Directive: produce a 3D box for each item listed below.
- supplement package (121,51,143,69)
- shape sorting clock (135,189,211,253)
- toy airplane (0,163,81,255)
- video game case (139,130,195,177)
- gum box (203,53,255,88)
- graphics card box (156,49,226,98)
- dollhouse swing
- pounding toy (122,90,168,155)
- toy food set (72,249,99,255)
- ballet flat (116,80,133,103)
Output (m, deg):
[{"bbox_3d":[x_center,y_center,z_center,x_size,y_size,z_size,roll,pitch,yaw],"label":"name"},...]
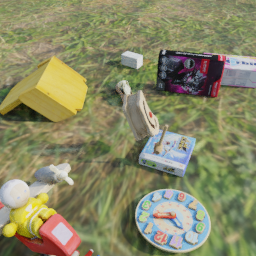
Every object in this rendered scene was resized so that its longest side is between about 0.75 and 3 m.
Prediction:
[{"bbox_3d":[0.210,-3.489,14.342,0.965,0.566,0.564,23,44,27],"label":"supplement package"},{"bbox_3d":[1.142,2.284,7.180,1.911,0.375,1.911,0,38,0],"label":"shape sorting clock"},{"bbox_3d":[-2.554,1.864,6.462,2.704,1.917,2.716,-8,37,-11],"label":"toy airplane"},{"bbox_3d":[1.309,0.741,9.148,1.445,0.362,1.594,15,41,18],"label":"video game case"},{"bbox_3d":[4.805,-2.718,13.100,2.677,0.885,1.519,8,39,10],"label":"gum box"},{"bbox_3d":[2.609,-2.335,11.953,2.728,1.712,0.694,10,38,11],"label":"graphics card box"},{"bbox_3d":[-3.443,-1.216,11.543,2.449,2.369,2.695,35,30,-24],"label":"dollhouse swing"},{"bbox_3d":[0.697,-0.250,8.391,1.094,1.907,1.091,-16,23,22],"label":"pounding toy"},{"bbox_3d":[-0.942,2.952,6.303,0.870,0.416,0.392,19,41,19],"label":"toy food set"},{"bbox_3d":[-0.113,-1.659,11.981,0.630,0.622,1.851,-11,39,-13],"label":"ballet flat"}]
